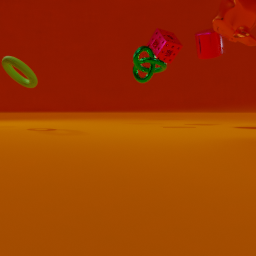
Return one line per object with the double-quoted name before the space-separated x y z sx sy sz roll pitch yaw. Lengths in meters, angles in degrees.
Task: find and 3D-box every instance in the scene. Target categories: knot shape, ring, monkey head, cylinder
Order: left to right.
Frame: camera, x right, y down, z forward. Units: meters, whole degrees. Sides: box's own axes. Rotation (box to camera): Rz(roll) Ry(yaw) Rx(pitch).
"ring" -3.177 -1.626 8.231 1.161 0.232 1.161 25 -26 13
"knot shape" 0.593 -2.055 9.451 1.227 1.148 0.567 31 34 -15
"cylinder" 2.608 -2.723 9.040 0.799 0.799 0.799 -12 25 6
"monkey head" 2.901 -2.741 7.020 1.913 1.153 1.377 15 26 -37

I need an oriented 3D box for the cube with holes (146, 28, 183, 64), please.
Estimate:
"cube with holes" 1.465 -3.325 11.381 0.906 0.906 0.906 2 -41 -34
